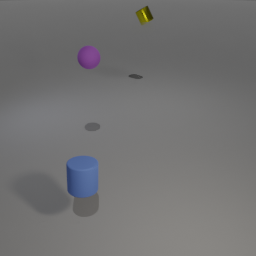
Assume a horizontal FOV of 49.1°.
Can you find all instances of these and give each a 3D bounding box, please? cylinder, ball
[{"bbox_3d":[0.824,-5.617,13.996,0.700,0.700,0.700,-26,21,11],"label":"cylinder"},{"bbox_3d":[-1.018,1.080,6.291,0.700,0.700,0.700,2,21,-1],"label":"cylinder"},{"bbox_3d":[-1.192,-2.149,8.540,0.700,0.700,0.700,0,28,0],"label":"ball"}]
